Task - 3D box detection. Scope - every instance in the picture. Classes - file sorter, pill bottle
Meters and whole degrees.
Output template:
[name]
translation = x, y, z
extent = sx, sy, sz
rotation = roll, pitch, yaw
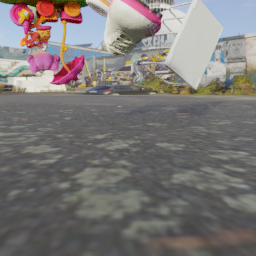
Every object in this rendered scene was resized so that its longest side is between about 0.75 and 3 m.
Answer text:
[file sorter]
translation = 1.908, -2.966, 10.078
extent = 1.726, 2.487, 1.549
rotation = 28, -5, -38
[pill bottle]
translation = -0.292, -2.987, 5.797
extent = 0.683, 1.247, 0.683
rotation = 29, 4, -2

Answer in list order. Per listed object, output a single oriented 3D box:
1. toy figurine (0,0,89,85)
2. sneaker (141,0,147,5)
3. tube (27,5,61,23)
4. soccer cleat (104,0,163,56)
[toy figurine]
translation = -1.827, -2.014, 6.620
extent = 2.180, 2.007, 1.637
rotation = -7, 12, -21
[sneaker]
translation = 0.282, -4.350, 9.679
extent = 0.606, 0.423, 1.218
rotation = -9, -23, 17
[tube]
translation = -2.419, -3.329, 7.834
extent = 0.573, 0.513, 1.975
rotation = 37, 24, -5
[soccer cleat]
translation = -0.002, -1.735, 5.074
extent = 0.879, 1.086, 2.517
rotation = 32, 17, -8
